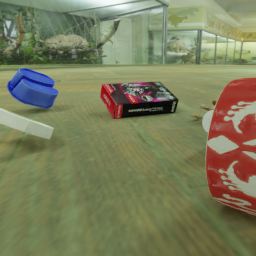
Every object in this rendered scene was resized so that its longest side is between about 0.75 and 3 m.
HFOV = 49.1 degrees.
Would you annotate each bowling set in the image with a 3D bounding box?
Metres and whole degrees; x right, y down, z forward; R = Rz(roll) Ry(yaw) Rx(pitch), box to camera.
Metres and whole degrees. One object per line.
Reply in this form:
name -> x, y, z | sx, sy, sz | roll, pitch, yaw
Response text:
bowling set -> 2.193, -0.503, 7.658 | 0.509, 0.660, 0.948 | 11, 2, -43

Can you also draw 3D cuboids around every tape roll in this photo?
tape roll -> -2.190, -0.123, 5.650 | 1.378, 0.252, 1.378 | 20, -5, 2

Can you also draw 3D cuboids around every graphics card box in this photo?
graphics card box -> 0.343, -0.930, 8.872 | 2.155, 0.548, 1.352 | -5, 36, -22

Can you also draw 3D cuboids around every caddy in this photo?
caddy -> -3.061, -1.214, 9.087 | 1.595, 0.837, 1.127 | 14, 40, -44

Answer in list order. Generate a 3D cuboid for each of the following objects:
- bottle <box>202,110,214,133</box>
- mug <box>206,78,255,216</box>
bottle -> 2.213, -0.132, 5.595 | 1.861, 0.607, 0.777 | -3, -27, -39
mug -> 2.438, 0.014, 2.624 | 2.891, 2.567, 1.929 | 7, 3, 39
